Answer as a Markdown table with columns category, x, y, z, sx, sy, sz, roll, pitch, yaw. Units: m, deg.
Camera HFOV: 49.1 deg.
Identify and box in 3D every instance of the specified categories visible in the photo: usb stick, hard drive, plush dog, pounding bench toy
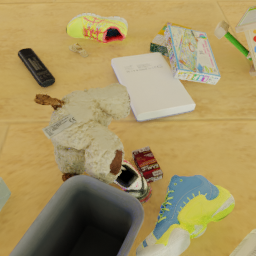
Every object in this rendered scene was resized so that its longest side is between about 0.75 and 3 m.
| category | x | y | z | sx | sy | sz | roll | pitch | yaw |
| --- | --- | --- | --- | --- | --- | --- | --- | --- | --- |
| usb stick | -3.200 | -2.136 | 9.718 | 0.606 | 0.356 | 2.186 | -23 | 53 | -27 |
| hard drive | 0.713 | -1.442 | 9.044 | 1.837 | 0.353 | 2.785 | -11 | 50 | -14 |
| plush dog | -1.143 | 0.263 | 6.441 | 2.051 | 2.195 | 2.556 | 13 | 48 | -8 |
| pounding bench toy | 4.457 | -2.885 | 9.462 | 2.646 | 2.064 | 1.644 | -1 | 40 | 43 |

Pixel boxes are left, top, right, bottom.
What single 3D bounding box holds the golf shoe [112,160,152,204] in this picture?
| category | x | y | z | sx | sy | sz | roll | pitch | yaw |
| --- | --- | --- | --- | --- | --- | --- | --- | --- | --- |
| golf shoe | -0.179 | 0.981 | 6.481 | 0.653 | 0.828 | 1.799 | -43 | 40 | -17 |

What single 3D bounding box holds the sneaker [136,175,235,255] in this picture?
| category | x | y | z | sx | sy | sz | roll | pitch | yaw |
| --- | --- | --- | --- | --- | --- | --- | --- | --- | --- |
| sneaker | 0.996 | 1.807 | 5.950 | 2.450 | 0.928 | 1.287 | -23 | 48 | -23 |

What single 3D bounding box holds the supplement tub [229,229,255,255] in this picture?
| category | x | y | z | sx | sy | sz | roll | pitch | yaw |
| --- | --- | --- | --- | --- | --- | --- | --- | --- | --- |
| supplement tub | 2.240 | 2.734 | 5.060 | 1.582 | 1.044 | 1.044 | -33 | 57 | -25 |

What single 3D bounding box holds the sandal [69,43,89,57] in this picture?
| category | x | y | z | sx | sy | sz | roll | pitch | yaw |
| --- | --- | --- | --- | --- | --- | --- | --- | --- | --- |
| sandal | -1.855 | -3.016 | 10.483 | 1.010 | 0.332 | 0.370 | 35 | 58 | 27 |

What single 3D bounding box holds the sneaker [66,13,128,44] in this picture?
| category | x | y | z | sx | sy | sz | roll | pitch | yaw |
| --- | --- | --- | --- | --- | --- | --- | --- | --- | --- |
| sneaker | -1.158 | -3.726 | 10.713 | 2.416 | 0.944 | 1.091 | -5 | 52 | -5 |

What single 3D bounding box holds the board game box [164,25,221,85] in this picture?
| category | x | y | z | sx | sy | sz | roll | pitch | yaw |
| --- | --- | --- | --- | --- | --- | --- | --- | --- | --- |
| board game box | 2.162 | -2.548 | 9.629 | 1.529 | 0.389 | 2.274 | 6 | 54 | -14 |

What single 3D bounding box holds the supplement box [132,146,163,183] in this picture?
| category | x | y | z | sx | sy | sz | roll | pitch | yaw |
| --- | --- | --- | --- | --- | --- | --- | --- | --- | --- |
| supplement box | 0.482 | 0.930 | 7.119 | 0.492 | 0.275 | 0.904 | -17 | 52 | -13 |

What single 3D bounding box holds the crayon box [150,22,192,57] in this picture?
| category | x | y | z | sx | sy | sz | roll | pitch | yaw |
| --- | --- | --- | --- | --- | --- | --- | --- | --- | --- |
| crayon box | 1.653 | -3.382 | 10.728 | 1.060 | 0.435 | 1.687 | 22 | 53 | 17 |

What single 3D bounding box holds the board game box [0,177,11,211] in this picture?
| category | x | y | z | sx | sy | sz | roll | pitch | yaw |
| --- | --- | --- | --- | --- | --- | --- | --- | --- | --- |
| board game box | -4.198 | 1.684 | 6.149 | 2.436 | 0.783 | 1.797 | 13 | 50 | 12 |

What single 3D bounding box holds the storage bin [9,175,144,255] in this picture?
| category | x | y | z | sx | sy | sz | roll | pitch | yaw |
| --- | --- | --- | --- | --- | --- | --- | --- | --- | --- |
| storage bin | -0.764 | 2.463 | 4.844 | 1.863 | 1.720 | 2.560 | 20 | 53 | 17 |
